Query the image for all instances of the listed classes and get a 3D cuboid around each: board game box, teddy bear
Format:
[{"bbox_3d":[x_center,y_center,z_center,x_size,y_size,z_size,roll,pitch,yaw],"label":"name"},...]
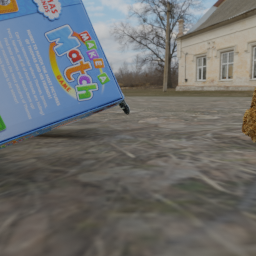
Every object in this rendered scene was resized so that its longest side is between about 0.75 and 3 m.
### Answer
[{"bbox_3d":[-1.495,-0.719,3.188,2.420,1.830,0.443,-22,-3,-18],"label":"board game box"},{"bbox_3d":[2.624,-0.406,5.287,0.500,1.086,1.497,16,32,32],"label":"teddy bear"}]

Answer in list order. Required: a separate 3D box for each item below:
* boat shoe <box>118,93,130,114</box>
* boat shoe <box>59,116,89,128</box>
[{"bbox_3d":[-0.237,-0.975,11.632,0.383,1.013,0.306,-13,22,41],"label":"boat shoe"},{"bbox_3d":[-1.607,-0.312,6.071,1.751,0.611,0.621,-12,11,25],"label":"boat shoe"}]
